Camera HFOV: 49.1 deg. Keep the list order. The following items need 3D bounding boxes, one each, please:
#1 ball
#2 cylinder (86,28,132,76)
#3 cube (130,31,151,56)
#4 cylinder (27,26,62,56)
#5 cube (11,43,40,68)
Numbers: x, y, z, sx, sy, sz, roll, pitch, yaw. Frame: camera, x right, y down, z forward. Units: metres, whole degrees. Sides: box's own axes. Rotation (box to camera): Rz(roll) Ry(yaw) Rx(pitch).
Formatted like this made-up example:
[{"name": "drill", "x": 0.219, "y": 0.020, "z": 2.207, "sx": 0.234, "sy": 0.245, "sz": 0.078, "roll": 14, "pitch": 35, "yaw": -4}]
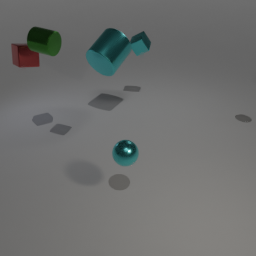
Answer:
[{"name": "ball", "x": -0.066, "y": 0.652, "z": 7.312, "sx": 0.700, "sy": 0.700, "sz": 0.700, "roll": 0, "pitch": 30, "yaw": 0}, {"name": "cylinder", "x": -0.786, "y": -3.103, "z": 11.526, "sx": 1.400, "sy": 1.400, "sz": 1.400, "roll": 20, "pitch": 65, "yaw": 31}, {"name": "cube", "x": 0.575, "y": -3.936, "z": 13.083, "sx": 0.700, "sy": 0.700, "sz": 0.700, "roll": -16, "pitch": 42, "yaw": 33}, {"name": "cylinder", "x": -2.367, "y": -2.456, "z": 7.951, "sx": 0.700, "sy": 0.700, "sz": 0.700, "roll": 17, "pitch": 34, "yaw": 14}, {"name": "cube", "x": -3.460, "y": -2.458, "z": 9.454, "sx": 0.700, "sy": 0.700, "sz": 0.700, "roll": -12, "pitch": 26, "yaw": -36}]
